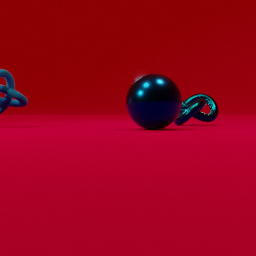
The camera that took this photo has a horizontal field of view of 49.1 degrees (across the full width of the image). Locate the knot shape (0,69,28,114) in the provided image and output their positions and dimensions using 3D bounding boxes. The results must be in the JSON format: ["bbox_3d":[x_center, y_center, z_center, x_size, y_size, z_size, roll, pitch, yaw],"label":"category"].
[{"bbox_3d":[-3.379,-0.813,7.280,1.191,1.273,0.588,-29,43,2],"label":"knot shape"}]

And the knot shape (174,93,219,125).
[{"bbox_3d":[1.882,-0.634,8.938,1.736,0.802,1.624,-17,22,-41],"label":"knot shape"}]

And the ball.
[{"bbox_3d":[0.579,-0.588,6.324,1.269,1.269,1.269,0,3,0],"label":"ball"}]
